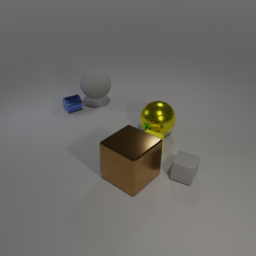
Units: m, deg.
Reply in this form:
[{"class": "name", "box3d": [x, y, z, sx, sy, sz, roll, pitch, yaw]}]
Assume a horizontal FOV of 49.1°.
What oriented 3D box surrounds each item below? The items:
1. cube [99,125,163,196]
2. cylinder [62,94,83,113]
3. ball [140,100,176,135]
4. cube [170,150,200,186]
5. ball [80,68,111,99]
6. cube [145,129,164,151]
[{"class": "cube", "box3d": [0.096, 0.963, 8.766, 1.400, 1.400, 1.400, 25, 40, 33]}, {"class": "cylinder", "box3d": [-2.526, -1.116, 12.742, 0.700, 0.700, 0.700, -19, 37, -26]}, {"class": "ball", "box3d": [1.155, -0.369, 10.849, 1.400, 1.400, 1.400, 0, 32, 0]}, {"class": "cube", "box3d": [1.807, 1.254, 8.873, 0.700, 0.700, 0.700, 18, 36, 21]}, {"class": "ball", "box3d": [-1.458, -2.008, 12.658, 1.400, 1.400, 1.400, 0, 32, 0]}, {"class": "cube", "box3d": [0.794, 0.582, 10.013, 0.700, 0.700, 0.700, 21, 40, 31]}]
